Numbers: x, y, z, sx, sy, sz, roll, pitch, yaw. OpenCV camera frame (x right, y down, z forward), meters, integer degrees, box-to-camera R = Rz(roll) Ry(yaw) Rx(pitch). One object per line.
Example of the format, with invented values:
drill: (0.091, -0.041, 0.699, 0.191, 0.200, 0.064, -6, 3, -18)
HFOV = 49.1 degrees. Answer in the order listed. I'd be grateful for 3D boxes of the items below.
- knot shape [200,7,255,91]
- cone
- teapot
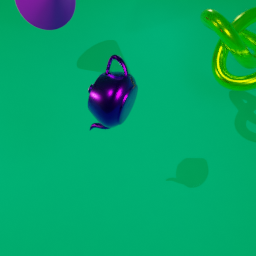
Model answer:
knot shape: (2.497, -1.711, 6.114, 2.062, 0.953, 1.930, 7, 71, -18)
cone: (-1.981, -3.426, 7.115, 1.665, 1.665, 1.671, -29, 23, -14)
teapot: (-0.306, -0.459, 4.507, 0.726, 1.483, 0.922, 24, 34, 11)
